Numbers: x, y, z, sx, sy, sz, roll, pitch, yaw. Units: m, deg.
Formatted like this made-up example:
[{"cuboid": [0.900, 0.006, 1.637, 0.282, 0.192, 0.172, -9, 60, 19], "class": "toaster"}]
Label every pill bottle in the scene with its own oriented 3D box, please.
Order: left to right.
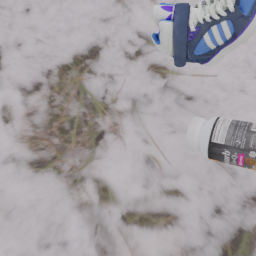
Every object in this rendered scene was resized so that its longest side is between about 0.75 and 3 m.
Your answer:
[{"cuboid": [1.996, 0.262, 5.521, 1.541, 0.896, 0.896, 12, 62, 29], "class": "pill bottle"}]

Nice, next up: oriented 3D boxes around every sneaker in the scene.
[{"cuboid": [1.450, -2.240, 5.601, 1.800, 2.459, 0.991, 15, 64, -13], "class": "sneaker"}]
